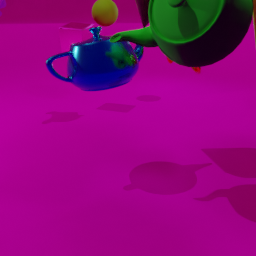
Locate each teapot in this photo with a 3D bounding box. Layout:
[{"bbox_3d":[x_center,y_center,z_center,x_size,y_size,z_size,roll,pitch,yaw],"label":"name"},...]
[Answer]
[{"bbox_3d":[-0.377,-1.146,4.477,1.876,0.919,1.167,-20,24,-24],"label":"teapot"},{"bbox_3d":[0.725,-1.376,3.377,2.015,1.253,0.987,-15,-8,33],"label":"teapot"}]

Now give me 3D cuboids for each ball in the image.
[{"bbox_3d":[-0.744,-3.725,9.047,0.843,0.843,0.843,0,22,0],"label":"ball"}]

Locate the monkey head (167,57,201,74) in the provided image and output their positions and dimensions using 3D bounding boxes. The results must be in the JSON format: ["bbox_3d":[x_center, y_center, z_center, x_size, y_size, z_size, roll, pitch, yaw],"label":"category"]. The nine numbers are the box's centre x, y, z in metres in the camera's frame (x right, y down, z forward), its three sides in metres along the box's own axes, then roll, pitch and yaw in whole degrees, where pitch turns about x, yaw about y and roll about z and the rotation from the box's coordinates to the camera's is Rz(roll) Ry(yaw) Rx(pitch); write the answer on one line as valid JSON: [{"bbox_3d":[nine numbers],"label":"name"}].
[{"bbox_3d":[1.006,-1.396,4.842,0.658,1.092,0.785,5,-17,-1],"label":"monkey head"}]

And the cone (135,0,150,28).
[{"bbox_3d":[0.418,-2.380,4.855,1.410,1.416,1.410,6,48,-7],"label":"cone"}]

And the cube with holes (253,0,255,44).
[{"bbox_3d":[2.491,-2.143,4.008,1.340,1.340,1.340,-5,-26,25],"label":"cube with holes"}]

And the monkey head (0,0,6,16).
[{"bbox_3d":[-3.695,-3.317,7.124,1.007,1.399,0.843,18,-9,14],"label":"monkey head"}]

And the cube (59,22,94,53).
[{"bbox_3d":[-1.504,-2.661,8.345,0.759,0.759,0.759,11,34,16],"label":"cube"}]
